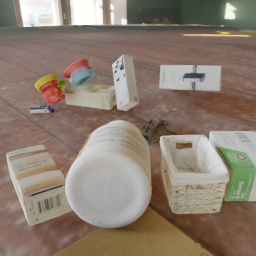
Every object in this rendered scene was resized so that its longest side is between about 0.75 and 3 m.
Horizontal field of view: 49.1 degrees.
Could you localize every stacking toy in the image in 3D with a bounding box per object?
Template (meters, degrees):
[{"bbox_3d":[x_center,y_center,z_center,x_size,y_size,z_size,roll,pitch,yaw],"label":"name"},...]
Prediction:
[{"bbox_3d":[-2.559,-1.785,12.116,2.484,1.049,2.249,-30,-2,-13],"label":"stacking toy"}]

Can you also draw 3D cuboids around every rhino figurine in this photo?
[{"bbox_3d":[0.966,0.047,9.664,0.674,0.461,1.541,32,35,17],"label":"rhino figurine"}]

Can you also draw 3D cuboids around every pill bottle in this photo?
[{"bbox_3d":[-0.305,0.801,6.613,1.672,1.672,2.924,1,17,3],"label":"pill bottle"}]

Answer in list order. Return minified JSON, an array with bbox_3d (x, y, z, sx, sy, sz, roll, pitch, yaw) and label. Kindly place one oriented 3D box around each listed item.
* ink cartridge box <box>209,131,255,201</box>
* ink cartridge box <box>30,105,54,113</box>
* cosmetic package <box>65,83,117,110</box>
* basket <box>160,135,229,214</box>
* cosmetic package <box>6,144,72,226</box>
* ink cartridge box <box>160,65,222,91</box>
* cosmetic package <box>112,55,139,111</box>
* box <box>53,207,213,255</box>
[{"bbox_3d":[3.493,0.913,7.173,2.478,1.084,1.800,-2,26,0],"label":"ink cartridge box"},{"bbox_3d":[-3.608,-0.796,11.778,0.949,0.186,0.472,-2,25,-7],"label":"ink cartridge box"},{"bbox_3d":[-1.598,-1.457,12.470,2.154,0.765,1.133,8,27,16],"label":"cosmetic package"},{"bbox_3d":[1.477,1.071,6.765,1.263,1.150,1.864,-1,25,-2],"label":"basket"},{"bbox_3d":[-2.174,1.257,6.709,1.016,0.858,1.966,-15,30,-29],"label":"cosmetic package"},{"bbox_3d":[3.065,-2.425,13.466,2.747,1.150,1.982,6,12,17],"label":"ink cartridge box"},{"bbox_3d":[-0.133,-1.856,11.548,0.536,2.116,0.873,6,-22,-34],"label":"cosmetic package"},{"bbox_3d":[0.036,2.428,4.959,2.467,0.262,2.017,-20,32,-35],"label":"box"}]
